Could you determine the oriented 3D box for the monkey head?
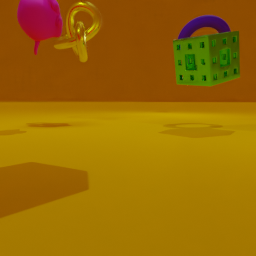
[{"bbox_3d":[-2.395,-3.007,7.626,1.121,1.860,1.338,-13,22,-10],"label":"monkey head"}]

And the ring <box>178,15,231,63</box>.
[{"bbox_3d":[2.479,-2.797,9.159,1.758,1.758,0.352,0,43,-1],"label":"ring"}]

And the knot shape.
[{"bbox_3d":[-1.672,-3.366,9.582,0.922,1.868,1.996,15,17,-45],"label":"knot shape"}]

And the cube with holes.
[{"bbox_3d":[2.036,-1.799,7.270,1.162,1.162,1.162,-19,20,-31],"label":"cube with holes"}]
